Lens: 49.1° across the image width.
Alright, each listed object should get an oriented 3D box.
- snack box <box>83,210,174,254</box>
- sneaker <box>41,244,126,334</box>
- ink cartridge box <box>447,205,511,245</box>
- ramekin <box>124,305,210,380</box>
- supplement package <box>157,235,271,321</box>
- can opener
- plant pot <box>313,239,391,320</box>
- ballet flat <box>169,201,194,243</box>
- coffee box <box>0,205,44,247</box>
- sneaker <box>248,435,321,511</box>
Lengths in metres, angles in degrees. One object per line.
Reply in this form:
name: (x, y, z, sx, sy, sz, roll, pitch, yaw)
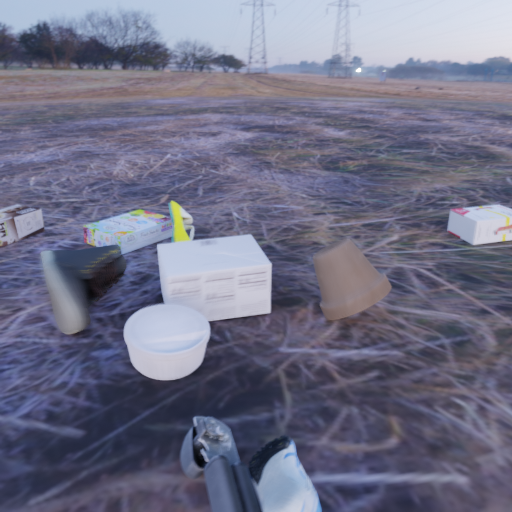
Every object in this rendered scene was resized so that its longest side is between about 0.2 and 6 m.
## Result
snack box: (-2.807, -0.570, 12.592, 1.215, 0.453, 1.708, 14, 25, 33)
sneaker: (-2.731, 0.364, 9.241, 1.356, 0.955, 2.553, -13, 25, -21)
ink cartridge box: (5.302, -0.737, 12.854, 1.396, 0.582, 1.013, -6, 21, -16)
ramekin: (-1.206, 1.189, 7.603, 1.161, 0.541, 1.161, 4, 27, -2)
supplement package: (-0.717, 0.370, 9.268, 1.656, 0.918, 1.290, -6, 25, -14)
can opener: (-0.351, 2.221, 5.330, 0.466, 0.584, 1.746, 30, 15, -26)
plant pot: (1.391, 0.309, 8.888, 1.157, 1.009, 1.157, -28, 4, 2)
ballet flat: (-1.627, -0.665, 12.312, 0.498, 0.496, 1.485, -10, 46, -3)
coffee box: (-5.661, -0.672, 12.676, 0.830, 0.586, 1.468, 10, 23, 25)
sneaker: (0.277, 2.203, 5.304, 0.538, 0.542, 1.496, -30, 11, 0)
